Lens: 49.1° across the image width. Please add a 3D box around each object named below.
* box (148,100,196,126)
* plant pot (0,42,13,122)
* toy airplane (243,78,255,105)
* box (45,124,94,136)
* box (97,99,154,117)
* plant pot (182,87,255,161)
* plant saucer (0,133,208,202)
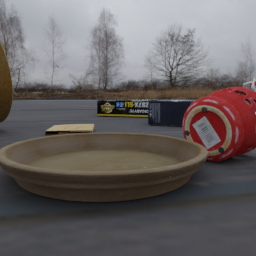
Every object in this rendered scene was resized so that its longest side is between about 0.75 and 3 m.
[{"bbox_3d":[1.375,-0.455,8.028,1.204,0.689,1.323,5,9,27],"label":"box"},{"bbox_3d":[-4.414,-0.965,5.585,2.753,2.753,2.954,5,22,37],"label":"plant pot"},{"bbox_3d":[5.222,-1.091,10.981,1.793,1.271,1.801,12,-26,2],"label":"toy airplane"},{"bbox_3d":[-1.272,0.035,6.324,0.976,0.127,1.194,-1,7,-5],"label":"box"},{"bbox_3d":[0.182,-0.883,11.827,2.182,0.674,2.733,4,7,15],"label":"box"},{"bbox_3d":[1.270,-0.049,3.695,0.936,0.936,0.852,6,15,44],"label":"plant pot"},{"bbox_3d":[-0.248,0.330,3.049,2.157,0.318,2.157,0,6,0],"label":"plant saucer"}]
